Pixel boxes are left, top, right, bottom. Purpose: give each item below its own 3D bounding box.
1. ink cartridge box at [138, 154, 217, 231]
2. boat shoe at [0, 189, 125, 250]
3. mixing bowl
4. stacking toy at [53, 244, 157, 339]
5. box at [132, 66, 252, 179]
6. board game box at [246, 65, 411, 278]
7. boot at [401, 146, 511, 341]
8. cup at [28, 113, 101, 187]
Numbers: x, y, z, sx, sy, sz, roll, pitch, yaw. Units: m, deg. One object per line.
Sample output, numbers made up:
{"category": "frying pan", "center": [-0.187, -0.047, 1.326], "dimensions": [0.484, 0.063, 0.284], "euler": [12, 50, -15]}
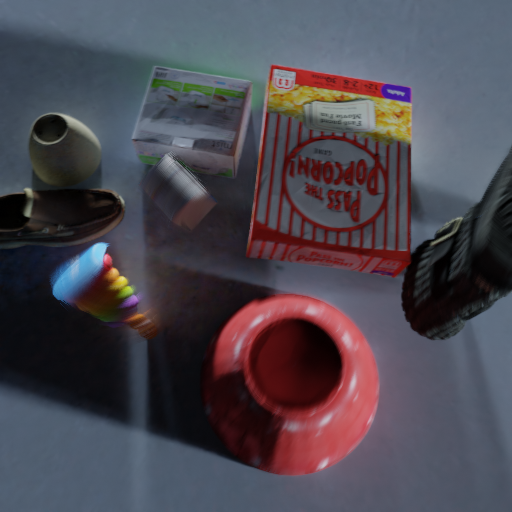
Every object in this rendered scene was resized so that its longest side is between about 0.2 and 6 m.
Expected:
{"category": "ink cartridge box", "center": [-1.222, -0.984, 8.747], "dimensions": [0.659, 0.671, 0.911], "euler": [-46, 68, 7]}
{"category": "boat shoe", "center": [-3.336, -0.623, 8.698], "dimensions": [2.487, 0.920, 0.919], "euler": [-13, 70, -5]}
{"category": "mixing bowl", "center": [0.475, 1.598, 7.613], "dimensions": [2.638, 1.429, 2.638], "euler": [0, 70, 1]}
{"category": "stacking toy", "center": [-2.058, 0.684, 8.177], "dimensions": [0.879, 0.929, 1.601], "euler": [-41, 111, 5]}
{"category": "box", "center": [-1.022, -2.227, 9.356], "dimensions": [1.691, 0.817, 1.492], "euler": [9, 70, 3]}
{"category": "board game box", "center": [1.207, -1.382, 8.929], "dimensions": [2.402, 0.734, 3.171], "euler": [7, 69, -4]}
{"category": "boot", "center": [3.406, -0.496, 7.834], "dimensions": [1.274, 2.532, 3.387], "euler": [39, 67, 9]}
{"category": "cup", "center": [-3.240, -1.854, 9.210], "dimensions": [1.178, 0.842, 1.178], "euler": [0, 69, -1]}
